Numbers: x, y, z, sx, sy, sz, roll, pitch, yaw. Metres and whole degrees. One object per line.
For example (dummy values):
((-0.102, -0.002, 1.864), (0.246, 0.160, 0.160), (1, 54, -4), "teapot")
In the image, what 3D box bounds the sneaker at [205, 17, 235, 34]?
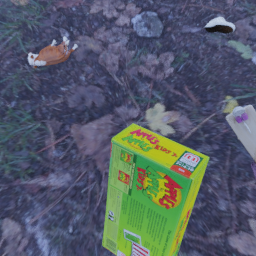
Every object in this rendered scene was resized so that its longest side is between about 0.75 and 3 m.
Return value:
((2.414, -2.693, 7.198), (0.420, 0.361, 0.991), (-52, 33, 0), "sneaker")

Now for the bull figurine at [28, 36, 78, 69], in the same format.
((-1.978, -1.937, 7.283), (1.405, 0.457, 0.853), (7, 54, 35), "bull figurine")

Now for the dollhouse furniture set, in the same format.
((3.279, -0.314, 5.679), (2.412, 1.712, 1.911), (-29, 20, 25), "dollhouse furniture set")

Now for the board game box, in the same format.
((0.325, 1.358, 4.722), (1.322, 2.602, 0.620), (24, 37, 25), "board game box")
